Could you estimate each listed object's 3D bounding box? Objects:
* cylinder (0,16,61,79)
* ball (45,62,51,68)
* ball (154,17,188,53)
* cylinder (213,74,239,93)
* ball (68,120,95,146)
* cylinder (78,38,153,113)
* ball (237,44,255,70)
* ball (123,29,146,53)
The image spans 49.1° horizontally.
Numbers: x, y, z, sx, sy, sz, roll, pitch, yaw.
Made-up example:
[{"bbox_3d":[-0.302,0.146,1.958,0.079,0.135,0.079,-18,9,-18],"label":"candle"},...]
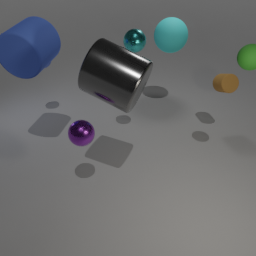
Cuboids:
[{"bbox_3d":[-2.919,-2.396,8.317,1.400,1.400,1.400,7,40,11],"label":"cylinder"},{"bbox_3d":[-3.341,-2.675,10.894,0.700,0.700,0.700,0,32,0],"label":"ball"},{"bbox_3d":[1.773,-3.828,11.582,1.400,1.400,1.400,0,32,0],"label":"ball"},{"bbox_3d":[3.642,-1.675,10.462,0.700,0.700,0.700,-6,12,-10],"label":"cylinder"},{"bbox_3d":[-1.219,0.134,7.336,0.700,0.700,0.700,0,32,0],"label":"ball"},{"bbox_3d":[-0.297,-1.287,6.944,1.400,1.400,1.400,27,37,5],"label":"cylinder"},{"bbox_3d":[3.304,-1.905,7.535,0.700,0.700,0.700,0,32,0],"label":"ball"},{"bbox_3d":[0.205,-2.661,8.547,0.700,0.700,0.700,0,32,0],"label":"ball"}]
